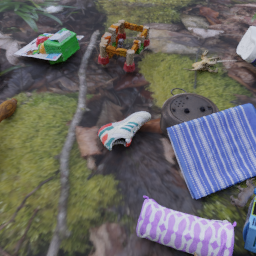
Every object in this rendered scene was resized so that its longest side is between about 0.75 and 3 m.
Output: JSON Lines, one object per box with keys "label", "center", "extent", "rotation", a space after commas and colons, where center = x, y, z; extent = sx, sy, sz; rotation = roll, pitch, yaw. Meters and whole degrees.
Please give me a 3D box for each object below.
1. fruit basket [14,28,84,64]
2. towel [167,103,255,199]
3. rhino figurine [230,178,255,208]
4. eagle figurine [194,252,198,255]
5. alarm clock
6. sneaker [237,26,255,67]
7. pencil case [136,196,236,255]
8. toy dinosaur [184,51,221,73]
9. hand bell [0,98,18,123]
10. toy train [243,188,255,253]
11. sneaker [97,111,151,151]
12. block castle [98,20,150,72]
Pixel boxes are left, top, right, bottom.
{"label": "fruit basket", "center": [-3.315, -3.560, 11.808], "extent": [2.250, 1.055, 2.084], "rotation": [18, 48, 21]}
{"label": "towel", "center": [2.634, 0.541, 7.570], "extent": [2.784, 0.332, 2.015], "rotation": [-16, 79, -15]}
{"label": "rhino figurine", "center": [2.856, 1.577, 6.834], "extent": [0.840, 0.251, 0.367], "rotation": [-52, 31, -5]}
{"label": "eagle figurine", "center": [1.794, 3.062, 5.602], "extent": [1.088, 0.821, 0.826], "rotation": [20, 85, -22]}
{"label": "alarm clock", "center": [1.892, -0.527, 8.963], "extent": [1.811, 0.894, 2.684], "rotation": [-6, 42, -5]}
{"label": "sneaker", "center": [5.745, -2.968, 11.332], "extent": [2.192, 1.206, 2.994], "rotation": [25, 34, -1]}
{"label": "pencil case", "center": [1.257, 2.219, 6.131], "extent": [2.151, 0.903, 0.920], "rotation": [13, 76, 11]}
{"label": "toy dinosaur", "center": [3.038, -2.489, 11.202], "extent": [1.060, 0.610, 2.096], "rotation": [10, 37, 32]}
{"label": "hand bell", "center": [-4.117, -0.165, 8.560], "extent": [1.483, 1.483, 2.848], "rotation": [4, 33, 4]}
{"label": "toy train", "center": [3.625, 1.826, 6.435], "extent": [1.490, 1.131, 2.609], "rotation": [16, 45, 26]}
{"label": "sneaker", "center": [0.017, 0.137, 8.518], "extent": [1.809, 0.637, 0.846], "rotation": [-21, 62, -20]}
{"label": "block castle", "center": [-0.139, -3.335, 11.554], "extent": [1.598, 1.122, 2.392], "rotation": [18, 50, 11]}
